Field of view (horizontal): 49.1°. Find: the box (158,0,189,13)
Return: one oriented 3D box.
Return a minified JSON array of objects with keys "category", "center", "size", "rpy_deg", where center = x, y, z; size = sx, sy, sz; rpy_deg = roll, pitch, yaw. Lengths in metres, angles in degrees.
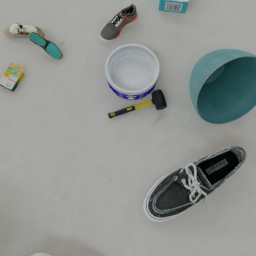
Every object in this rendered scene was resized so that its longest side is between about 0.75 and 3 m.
[{"category":"box","center":[1.541,-4.876,9.098],"size":[0.930,0.555,2.260],"rpy_deg":[7,73,2]}]

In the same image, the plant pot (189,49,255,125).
[{"category":"plant pot","center":[2.450,-1.280,7.483],"size":[2.012,2.012,1.355],"rpy_deg":[-18,42,-5]}]

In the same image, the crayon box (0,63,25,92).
[{"category":"crayon box","center":[-3.414,-1.499,8.275],"size":[0.474,0.195,0.755],"rpy_deg":[24,75,7]}]

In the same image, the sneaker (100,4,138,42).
[{"category":"sneaker","center":[-0.314,-3.289,8.591],"size":[0.579,0.616,1.504],"rpy_deg":[41,77,11]}]

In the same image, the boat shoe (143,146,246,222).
[{"category":"boat shoe","center":[1.692,1.364,6.990],"size":[2.914,0.995,1.076],"rpy_deg":[-25,75,-7]}]

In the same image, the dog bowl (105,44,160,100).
[{"category":"dog bowl","center":[0.128,-1.604,8.091],"size":[1.534,0.604,1.534],"rpy_deg":[0,73,1]}]

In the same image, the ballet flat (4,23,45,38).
[{"category":"ballet flat","center":[-3.228,-3.017,8.602],"size":[1.316,0.443,0.448],"rpy_deg":[6,73,2]}]

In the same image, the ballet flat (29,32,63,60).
[{"category":"ballet flat","center":[-2.442,-2.492,8.405],"size":[1.116,0.420,0.379],"rpy_deg":[34,103,-23]}]

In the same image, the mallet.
[{"category":"mallet","center":[0.290,-0.522,7.957],"size":[1.698,0.349,0.559],"rpy_deg":[-25,79,-2]}]

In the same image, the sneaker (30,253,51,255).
[{"category":"sneaker","center":[-1.343,3.573,6.261],"size":[2.640,1.121,1.016],"rpy_deg":[10,74,3]}]
